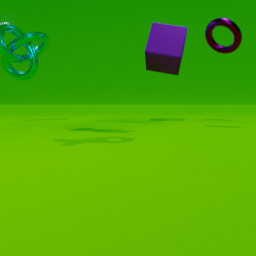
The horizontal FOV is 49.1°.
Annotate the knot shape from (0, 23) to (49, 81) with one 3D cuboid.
[{"bbox_3d":[-3.394,-2.613,9.260,1.737,1.856,0.858,-32,44,-23],"label":"knot shape"}]

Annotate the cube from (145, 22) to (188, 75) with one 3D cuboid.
[{"bbox_3d":[1.263,-2.624,9.391,1.162,1.162,1.162,12,-16,9],"label":"cube"}]

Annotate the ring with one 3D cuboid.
[{"bbox_3d":[3.077,-2.974,9.090,1.250,1.250,0.250,6,47,51],"label":"ring"}]
